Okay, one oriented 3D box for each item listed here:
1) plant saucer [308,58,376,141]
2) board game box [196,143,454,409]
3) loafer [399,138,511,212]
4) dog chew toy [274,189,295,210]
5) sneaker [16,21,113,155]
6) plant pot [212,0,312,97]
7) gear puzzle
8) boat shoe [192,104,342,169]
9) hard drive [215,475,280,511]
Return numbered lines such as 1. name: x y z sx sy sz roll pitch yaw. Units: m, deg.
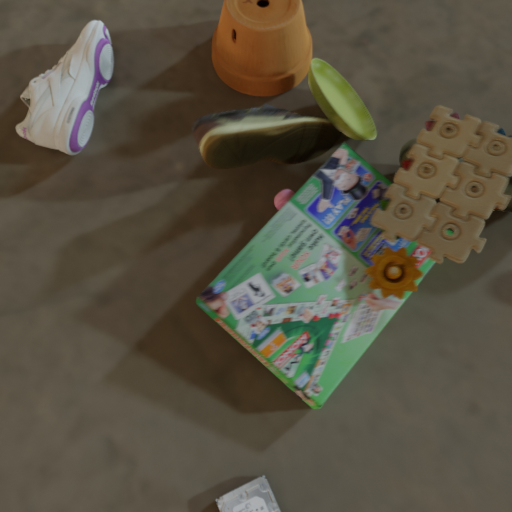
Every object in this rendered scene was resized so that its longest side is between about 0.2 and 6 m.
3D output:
1. plant saucer: 1.553 -2.852 10.458 0.288 1.856 1.856 -35 65 31
2. board game box: 1.221 0.224 9.378 2.570 0.556 3.819 42 73 6
3. loafer: 3.949 -1.151 9.846 3.053 1.148 1.063 16 62 15
4. dog chew toy: 0.647 -0.871 10.128 0.427 0.427 0.685 -39 84 -15
5. sneaker: -3.684 -3.408 10.793 1.478 1.111 2.967 11 68 4
6. plant pot: 0.128 -4.438 11.039 2.088 1.461 2.088 0 68 -1
7. gear puzzle: 2.961 -0.737 9.131 1.801 0.455 3.477 27 79 23
8. boat shoe: 0.246 -2.249 9.975 2.923 1.070 0.947 -10 57 -34
9. hard drive: 0.006 3.960 8.198 0.830 0.225 1.189 -22 68 -9
